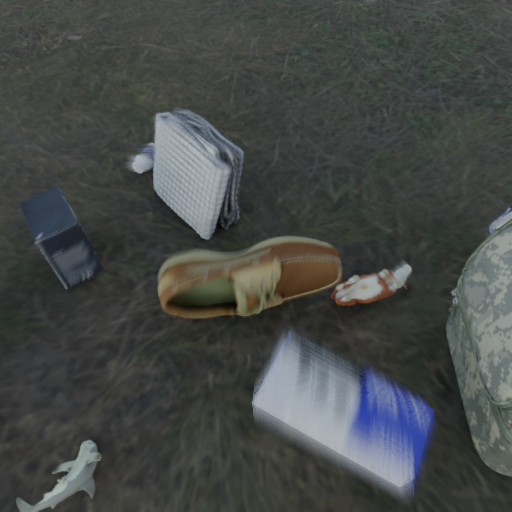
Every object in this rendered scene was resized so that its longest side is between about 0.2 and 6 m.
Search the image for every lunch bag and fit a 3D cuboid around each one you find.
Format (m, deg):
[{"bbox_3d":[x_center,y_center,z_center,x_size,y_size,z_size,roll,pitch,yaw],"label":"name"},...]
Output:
[{"bbox_3d":[3.852,1.032,7.319,2.078,2.501,2.982,2,45,2],"label":"lunch bag"}]

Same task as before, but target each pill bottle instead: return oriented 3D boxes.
[{"bbox_3d":[-2.299,-2.038,11.762,0.362,0.362,0.653,22,56,20],"label":"pill bottle"}]

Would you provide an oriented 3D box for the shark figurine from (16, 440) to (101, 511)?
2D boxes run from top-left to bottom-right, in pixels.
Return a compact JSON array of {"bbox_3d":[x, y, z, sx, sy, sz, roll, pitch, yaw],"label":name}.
[{"bbox_3d":[-2.290,2.900,6.969,0.768,0.537,1.286,-9,25,41],"label":"shark figurine"}]

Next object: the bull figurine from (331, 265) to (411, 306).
[{"bbox_3d":[1.908,0.482,9.070,1.407,0.854,0.458,-19,76,1],"label":"bull figurine"}]

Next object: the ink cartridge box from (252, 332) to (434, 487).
[{"bbox_3d":[1.080,1.868,6.935,2.040,0.451,0.959,28,52,6],"label":"ink cartridge box"}]

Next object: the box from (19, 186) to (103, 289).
[{"bbox_3d":[-3.290,-0.315,9.474,0.739,1.173,1.193,-30,49,-12],"label":"box"}]

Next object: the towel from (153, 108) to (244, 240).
[{"bbox_3d":[-1.072,-1.579,10.473,0.878,1.699,2.052,-22,51,-37],"label":"towel"}]

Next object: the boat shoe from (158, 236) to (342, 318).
[{"bbox_3d":[-0.114,0.485,8.802,2.942,1.113,1.086,-8,32,5],"label":"boat shoe"}]
